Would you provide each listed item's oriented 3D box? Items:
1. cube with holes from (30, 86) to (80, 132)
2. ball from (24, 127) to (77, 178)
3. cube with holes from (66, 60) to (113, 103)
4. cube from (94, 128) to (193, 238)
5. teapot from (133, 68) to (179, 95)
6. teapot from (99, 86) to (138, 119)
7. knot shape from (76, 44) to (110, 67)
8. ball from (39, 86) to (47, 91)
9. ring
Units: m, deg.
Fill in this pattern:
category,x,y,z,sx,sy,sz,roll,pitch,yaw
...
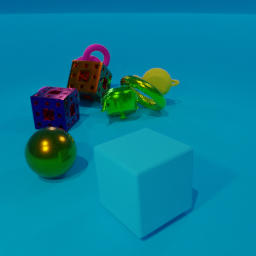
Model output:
category,x,y,z,sx,sy,sz,roll,pitch,yaw
cube with holes,-2.236,-0.610,8.771,1.063,1.063,1.063,6,26,12
ball,-1.698,0.533,6.213,1.130,1.130,1.130,0,25,0
cube with holes,-1.414,-1.718,10.489,1.185,1.185,1.185,8,-9,16
cube,0.283,0.900,5.106,1.269,1.269,1.269,-19,27,-32
teapot,1.004,-1.731,10.327,1.771,1.101,0.867,7,35,6
teapot,-0.293,-0.783,9.223,1.261,0.993,2.029,-15,-7,37
knot shape,-1.448,-2.740,11.900,1.773,1.659,0.819,33,13,9
ball,-2.837,-1.061,9.982,0.845,0.845,0.845,0,25,0
ring,0.513,-1.184,9.626,1.798,1.798,0.360,24,77,41
